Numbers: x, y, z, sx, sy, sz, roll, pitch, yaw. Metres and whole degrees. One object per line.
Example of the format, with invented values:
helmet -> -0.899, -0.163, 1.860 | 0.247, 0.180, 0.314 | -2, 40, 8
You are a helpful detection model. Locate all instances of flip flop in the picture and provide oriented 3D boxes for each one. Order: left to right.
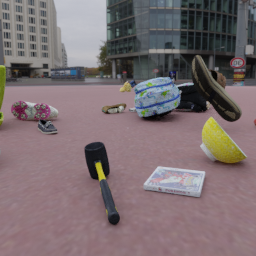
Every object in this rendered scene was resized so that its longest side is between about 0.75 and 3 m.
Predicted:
flip flop -> 3.253, -1.492, 10.230 | 0.813, 2.824, 1.145 | -28, -22, -15

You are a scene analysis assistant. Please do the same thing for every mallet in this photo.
mallet -> -0.403, 0.968, 4.695 | 0.426, 0.682, 2.071 | -13, 28, -9

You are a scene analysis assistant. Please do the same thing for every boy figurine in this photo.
boy figurine -> 0.007, -1.955, 13.469 | 0.875, 0.544, 0.282 | -34, 25, 1

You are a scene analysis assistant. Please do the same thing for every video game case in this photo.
video game case -> 0.893, 0.958, 5.176 | 0.958, 0.121, 1.052 | 4, 12, 20

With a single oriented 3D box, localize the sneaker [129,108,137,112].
sneaker -> 0.450, -1.005, 14.753 | 0.836, 0.335, 0.308 | 0, 12, 7

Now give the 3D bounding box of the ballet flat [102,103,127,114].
ballet flat -> -0.625, -0.947, 14.274 | 1.458, 0.494, 0.527 | -7, 33, -30

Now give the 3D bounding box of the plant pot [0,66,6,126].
plant pot -> -5.738, -1.113, 10.127 | 2.521, 2.299, 2.534 | -4, 12, -24

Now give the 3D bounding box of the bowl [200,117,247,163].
bowl -> 2.049, 0.390, 6.388 | 0.639, 1.188, 1.188 | -41, 2, 14

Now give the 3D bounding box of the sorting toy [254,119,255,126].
sorting toy -> 5.021, -0.089, 10.259 | 0.482, 0.329, 0.802 | -26, 37, -34

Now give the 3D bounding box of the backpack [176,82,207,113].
backpack -> 3.128, -1.603, 15.042 | 2.073, 1.730, 1.312 | -4, -2, 14

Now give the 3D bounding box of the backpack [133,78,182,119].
backpack -> 1.249, -1.356, 12.679 | 2.342, 2.207, 2.871 | -8, 26, 14

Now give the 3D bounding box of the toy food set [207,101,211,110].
toy food set -> 4.161, -1.721, 16.264 | 1.375, 0.579, 1.916 | 6, 39, 30

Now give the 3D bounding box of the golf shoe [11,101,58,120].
golf shoe -> -4.112, -0.701, 12.351 | 2.268, 0.854, 1.038 | 9, 1, 24

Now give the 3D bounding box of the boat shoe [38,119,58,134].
boat shoe -> -2.815, -0.057, 9.707 | 0.443, 0.382, 1.218 | -9, 14, -38
